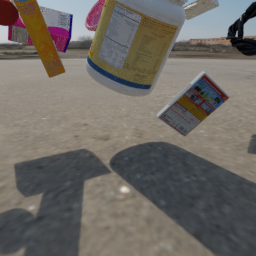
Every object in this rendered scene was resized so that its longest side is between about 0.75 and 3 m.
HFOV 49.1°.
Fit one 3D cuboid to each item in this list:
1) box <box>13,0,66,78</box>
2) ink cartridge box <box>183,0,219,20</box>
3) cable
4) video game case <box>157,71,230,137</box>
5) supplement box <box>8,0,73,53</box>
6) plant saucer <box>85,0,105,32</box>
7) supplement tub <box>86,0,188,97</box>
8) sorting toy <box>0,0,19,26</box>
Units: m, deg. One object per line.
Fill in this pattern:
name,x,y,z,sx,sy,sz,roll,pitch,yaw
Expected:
box,-2.295,-2.659,6.783,0.527,2.542,1.513,-24,47,-7
ink cartridge box,2.375,-4.359,9.938,1.280,0.378,1.600,-13,1,35
cable,3.568,-2.645,7.498,1.601,0.498,1.962,-35,48,12
video game case,0.883,-0.294,3.799,0.602,0.842,0.073,33,24,-32
supplement box,-2.611,-3.005,8.346,1.734,0.877,0.896,8,-20,-23
plant saucer,-0.654,-3.624,8.767,1.609,1.609,0.408,21,-13,49
supplement tub,0.226,-2.498,7.380,2.065,2.854,2.065,19,28,-10
sorting toy,-3.537,-3.137,6.353,2.090,0.725,0.720,17,46,-37
